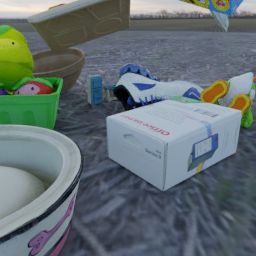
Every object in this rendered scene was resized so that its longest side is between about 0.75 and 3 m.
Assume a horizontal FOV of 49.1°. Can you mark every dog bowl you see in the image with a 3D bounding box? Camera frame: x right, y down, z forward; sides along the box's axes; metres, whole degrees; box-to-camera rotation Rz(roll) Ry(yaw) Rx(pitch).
[{"bbox_3d":[-1.977,0.953,3.533,2.877,1.061,2.877,0,23,0],"label":"dog bowl"}]

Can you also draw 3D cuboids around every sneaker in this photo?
[{"bbox_3d":[0.693,-0.740,7.836,2.634,1.064,1.521,21,51,12],"label":"sneaker"}]

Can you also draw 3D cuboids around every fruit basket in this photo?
[{"bbox_3d":[-2.887,-1.171,6.810,2.665,2.665,1.922,-3,23,-7],"label":"fruit basket"}]

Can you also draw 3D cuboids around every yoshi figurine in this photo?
[{"bbox_3d":[2.661,-0.705,7.412,1.377,1.382,2.459,-3,11,31],"label":"yoshi figurine"}]

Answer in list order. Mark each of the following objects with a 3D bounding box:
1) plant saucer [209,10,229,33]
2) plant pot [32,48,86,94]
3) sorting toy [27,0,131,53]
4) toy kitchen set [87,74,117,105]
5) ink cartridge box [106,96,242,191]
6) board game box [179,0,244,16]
[{"bbox_3d":[2.270,-3.051,7.147,0.318,1.268,1.268,-33,9,27],"label":"plant saucer"},{"bbox_3d":[-2.675,-1.961,10.123,2.470,1.140,2.470,-6,35,4],"label":"plant pot"},{"bbox_3d":[-1.253,-3.160,8.182,2.719,0.536,2.938,-19,2,-2],"label":"sorting toy"},{"bbox_3d":[-0.336,-1.192,8.886,1.543,0.909,1.236,-13,26,-28],"label":"toy kitchen set"},{"bbox_3d":[0.908,0.136,5.599,2.237,0.979,1.625,-17,27,-37],"label":"ink cartridge box"},{"bbox_3d":[1.173,-3.205,5.079,1.924,1.965,0.549,33,78,30],"label":"board game box"}]
